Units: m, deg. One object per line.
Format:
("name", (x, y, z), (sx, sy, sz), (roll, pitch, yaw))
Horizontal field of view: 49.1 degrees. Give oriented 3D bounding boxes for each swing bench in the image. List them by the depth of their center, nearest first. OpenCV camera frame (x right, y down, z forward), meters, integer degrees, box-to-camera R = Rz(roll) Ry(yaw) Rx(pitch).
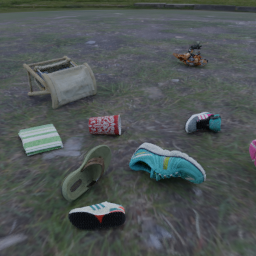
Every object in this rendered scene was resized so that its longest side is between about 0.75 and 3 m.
("swing bench", (-3.034, -2.161, 12.683), (2.330, 1.512, 2.318), (24, 37, 37))

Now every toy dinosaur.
("toy dinosaur", (3.909, -4.464, 17.436), (2.325, 1.188, 1.578), (35, 57, 16))

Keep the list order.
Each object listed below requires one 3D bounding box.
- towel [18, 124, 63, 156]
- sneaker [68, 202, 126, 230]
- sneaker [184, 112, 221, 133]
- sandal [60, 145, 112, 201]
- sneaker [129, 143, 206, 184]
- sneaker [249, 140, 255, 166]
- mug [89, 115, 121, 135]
("towel", (-2.959, 0.362, 9.453), (1.235, 0.189, 1.619), (-13, 30, -23))
("sneaker", (-0.686, 1.955, 6.381), (1.280, 0.450, 0.598), (-3, 11, 0))
("sneaker", (2.790, -0.126, 9.903), (1.563, 0.654, 0.944), (-23, 26, -37))
("sandal", (-0.940, 1.168, 7.284), (0.555, 0.773, 1.946), (-12, 26, 38))
("sneaker", (1.028, 1.121, 7.609), (2.210, 0.857, 0.880), (12, 44, 36))
("sneaker", (4.448, 1.020, 7.574), (1.028, 0.867, 2.351), (-16, 36, -29))
("mug", (-0.794, -0.042, 9.888), (1.043, 0.926, 0.696), (-2, 65, 4))
